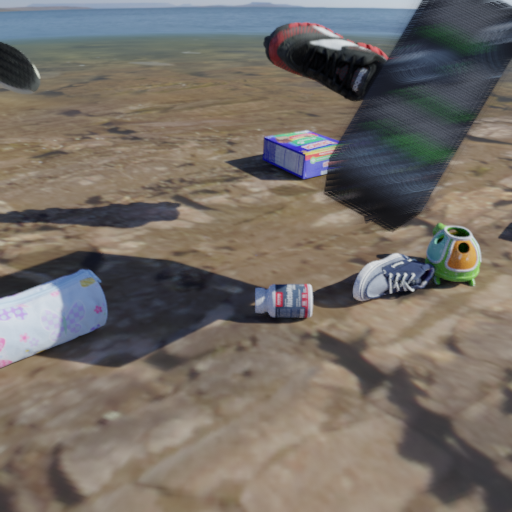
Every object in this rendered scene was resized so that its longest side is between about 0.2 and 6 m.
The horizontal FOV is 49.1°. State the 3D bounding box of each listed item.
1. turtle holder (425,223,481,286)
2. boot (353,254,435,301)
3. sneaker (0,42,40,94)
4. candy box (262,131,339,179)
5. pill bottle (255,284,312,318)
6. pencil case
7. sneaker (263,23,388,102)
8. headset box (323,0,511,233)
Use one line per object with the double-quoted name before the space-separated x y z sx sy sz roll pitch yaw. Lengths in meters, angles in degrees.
"turtle holder" 3.531 -0.087 9.976 0.940 0.878 1.237 12 30 22
"boot" 2.330 0.380 9.380 0.730 0.588 1.616 17 31 39
"sneaker" -4.443 -3.224 9.584 1.845 0.650 0.863 24 -9 2
"candy box" 1.357 -2.812 15.325 1.612 0.734 1.906 -16 33 -31
"pill bottle" 0.427 0.709 8.832 0.881 0.527 0.527 0 28 0
"pencil case" -3.252 0.899 7.975 2.178 0.988 0.905 -18 21 -33
"sneaker" 1.533 -3.680 10.751 2.801 0.990 1.368 9 34 -21
"headset box" 2.134 -1.818 7.875 1.344 2.898 2.523 31 -1 6
